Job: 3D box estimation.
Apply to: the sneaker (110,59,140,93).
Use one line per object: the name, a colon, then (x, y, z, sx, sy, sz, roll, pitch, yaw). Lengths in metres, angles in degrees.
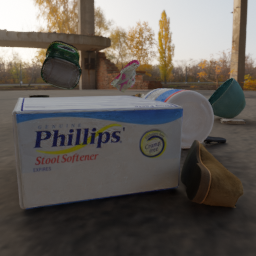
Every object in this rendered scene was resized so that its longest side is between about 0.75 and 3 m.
sneaker: (0.033, -2.153, 11.769, 0.739, 0.802, 1.818, -51, 6, -39)

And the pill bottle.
pill bottle: (1.204, -0.409, 8.478, 1.555, 1.555, 2.771, -3, 9, -15)

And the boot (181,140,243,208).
boot: (1.358, 0.767, 4.771, 0.733, 0.715, 1.944, 17, 17, 1)

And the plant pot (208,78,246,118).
plant pot: (4.708, -1.213, 13.145, 1.292, 1.919, 1.919, 39, 11, -3)

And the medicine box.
medicine box: (-0.758, 0.169, 5.393, 2.556, 1.445, 2.807, -3, 11, -19)

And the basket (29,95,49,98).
basket: (-3.660, -0.770, 11.657, 0.785, 1.155, 1.041, -7, 11, -32)

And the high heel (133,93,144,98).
high heel: (-0.065, -1.448, 15.703, 1.917, 0.960, 2.690, 7, -6, 2)

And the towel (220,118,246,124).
towel: (4.402, -0.288, 11.783, 0.959, 0.165, 0.636, 3, 11, 13)

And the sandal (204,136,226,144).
sandal: (2.440, 0.380, 8.006, 0.969, 0.207, 0.368, 5, 13, -29)

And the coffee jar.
coffee jar: (-2.664, -2.627, 11.337, 1.439, 1.178, 2.760, 17, 26, -19)
